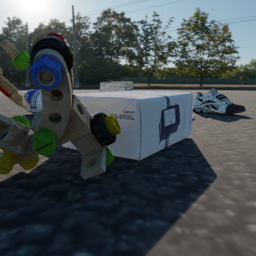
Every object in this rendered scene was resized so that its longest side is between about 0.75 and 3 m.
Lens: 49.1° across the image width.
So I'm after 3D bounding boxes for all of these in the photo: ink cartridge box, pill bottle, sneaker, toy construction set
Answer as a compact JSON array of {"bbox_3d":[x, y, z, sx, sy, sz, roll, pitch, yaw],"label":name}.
[{"bbox_3d":[0.094,-0.249,6.764,2.087,1.216,2.883,6,11,31],"label":"ink cartridge box"},{"bbox_3d":[-3.708,-1.118,12.325,1.839,1.100,1.100,10,14,40],"label":"pill bottle"},{"bbox_3d":[4.130,-1.224,12.934,0.966,1.154,2.607,-7,13,-43],"label":"sneaker"},{"bbox_3d":[-1.473,-0.094,4.676,2.405,2.216,2.884,-44,37,-2],"label":"toy construction set"}]

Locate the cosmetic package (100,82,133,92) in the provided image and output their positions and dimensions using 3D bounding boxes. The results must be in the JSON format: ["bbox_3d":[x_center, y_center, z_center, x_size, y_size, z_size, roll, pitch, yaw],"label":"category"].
[{"bbox_3d":[-0.402,-1.261,12.067,1.053,1.491,2.880,1,9,7],"label":"cosmetic package"}]

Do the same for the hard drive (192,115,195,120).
[{"bbox_3d":[2.156,-0.438,11.240,0.928,0.118,0.612,4,10,23],"label":"hard drive"}]

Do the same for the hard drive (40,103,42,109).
[{"bbox_3d":[-1.668,-0.447,8.801,1.935,0.258,1.276,3,-21,37],"label":"hard drive"}]
